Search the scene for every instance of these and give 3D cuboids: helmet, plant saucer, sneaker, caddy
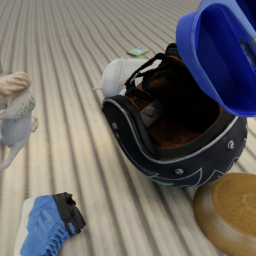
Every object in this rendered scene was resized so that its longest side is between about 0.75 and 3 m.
[{"bbox_3d":[1.038,-0.076,5.910,2.668,2.799,2.799,47,50,5],"label":"helmet"},{"bbox_3d":[2.469,1.601,5.606,2.259,0.400,2.259,0,36,0],"label":"plant saucer"},{"bbox_3d":[-1.287,1.893,4.906,1.085,0.749,1.951,-14,31,-5],"label":"sneaker"},{"bbox_3d":[1.301,-0.882,3.213,1.149,1.626,0.854,-39,25,3],"label":"caddy"}]

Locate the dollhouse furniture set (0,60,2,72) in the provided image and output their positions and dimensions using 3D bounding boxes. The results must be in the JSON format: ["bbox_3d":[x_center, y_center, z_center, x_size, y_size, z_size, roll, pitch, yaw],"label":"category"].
[{"bbox_3d":[-5.674,-2.552,9.991,1.298,1.878,1.989,1,25,2],"label":"dollhouse furniture set"}]

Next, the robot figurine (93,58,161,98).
[{"bbox_3d":[0.391,-1.277,8.501,2.781,1.571,2.359,5,21,7],"label":"robot figurine"}]

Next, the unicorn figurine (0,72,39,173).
[{"bbox_3d":[-1.611,-0.017,3.760,0.713,1.930,1.325,42,47,-8],"label":"unicorn figurine"}]

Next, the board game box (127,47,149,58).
[{"bbox_3d":[0.449,-3.449,12.683,0.599,0.130,0.891,29,45,32],"label":"board game box"}]
